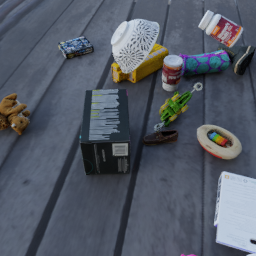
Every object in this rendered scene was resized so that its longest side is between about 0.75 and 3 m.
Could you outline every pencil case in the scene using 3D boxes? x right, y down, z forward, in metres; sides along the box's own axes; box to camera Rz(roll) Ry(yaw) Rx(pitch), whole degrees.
[{"bbox_3d":[3.442,-3.035,12.937,2.288,1.057,0.974,-10,48,-8],"label":"pencil case"}]

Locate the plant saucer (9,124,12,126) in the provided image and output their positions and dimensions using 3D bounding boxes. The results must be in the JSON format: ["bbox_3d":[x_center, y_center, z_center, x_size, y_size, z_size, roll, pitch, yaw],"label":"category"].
[{"bbox_3d":[-4.596,-0.394,11.109,0.856,0.138,0.856,0,46,0],"label":"plant saucer"}]

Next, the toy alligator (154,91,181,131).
[{"bbox_3d":[1.647,-0.537,10.926,0.802,0.581,2.420,-8,36,43],"label":"toy alligator"}]

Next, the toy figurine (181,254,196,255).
[{"bbox_3d":[1.730,3.796,6.866,1.357,1.106,1.474,18,73,34],"label":"toy figurine"}]

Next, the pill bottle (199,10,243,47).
[{"bbox_3d":[2.836,-3.058,8.608,1.208,0.662,0.662,29,51,-1],"label":"pill bottle"}]

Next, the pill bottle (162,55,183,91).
[{"bbox_3d":[1.878,-2.324,12.030,0.803,1.406,0.803,-1,48,1],"label":"pill bottle"}]

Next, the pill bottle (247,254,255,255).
[{"bbox_3d":[3.165,3.992,6.401,1.057,1.057,1.936,8,48,8],"label":"pill bottle"}]

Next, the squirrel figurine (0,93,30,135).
[{"bbox_3d":[-4.422,-0.348,10.558,1.466,1.038,1.369,-23,67,-12],"label":"squirrel figurine"}]

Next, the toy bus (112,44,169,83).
[{"bbox_3d":[0.558,-2.937,12.959,2.775,0.903,1.086,-34,57,-28],"label":"toy bus"}]

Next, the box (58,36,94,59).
[{"bbox_3d":[-2.693,-4.177,14.471,1.531,0.352,1.217,-22,51,-19],"label":"box"}]

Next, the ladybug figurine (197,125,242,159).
[{"bbox_3d":[3.163,0.524,9.923,1.153,0.611,1.699,-33,55,-27],"label":"ladybug figurine"}]

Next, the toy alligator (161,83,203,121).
[{"bbox_3d":[1.608,-0.778,8.553,1.643,0.395,0.544,-38,94,-3],"label":"toy alligator"}]

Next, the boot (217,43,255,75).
[{"bbox_3d":[4.900,-3.377,13.455,1.762,0.987,2.548,21,37,25],"label":"boot"}]

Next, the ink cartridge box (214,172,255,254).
[{"bbox_3d":[3.777,2.586,8.054,2.399,0.525,2.421,13,46,12],"label":"ink cartridge box"}]

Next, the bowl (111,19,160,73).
[{"bbox_3d":[0.061,-3.338,10.675,1.058,2.255,2.255,29,40,-28],"label":"bowl"}]

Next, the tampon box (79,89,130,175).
[{"bbox_3d":[-0.703,0.111,9.488,1.507,1.789,2.387,-1,47,-1],"label":"tampon box"}]

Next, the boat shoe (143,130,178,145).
[{"bbox_3d":[1.189,0.296,10.250,1.325,0.466,0.466,-9,50,-7],"label":"boat shoe"}]
